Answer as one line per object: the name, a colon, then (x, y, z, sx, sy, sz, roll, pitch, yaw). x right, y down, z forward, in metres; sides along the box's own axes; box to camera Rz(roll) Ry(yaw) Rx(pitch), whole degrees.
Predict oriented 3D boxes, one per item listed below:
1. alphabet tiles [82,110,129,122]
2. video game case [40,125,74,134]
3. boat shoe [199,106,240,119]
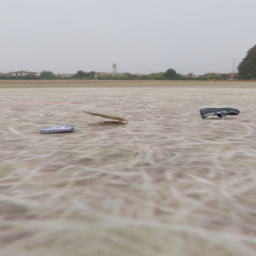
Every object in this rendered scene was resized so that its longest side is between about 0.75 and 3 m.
alphabet tiles: (-0.665, -0.363, 9.031, 1.218, 0.055, 1.457, 10, -3, 14)
video game case: (-1.937, 0.026, 7.753, 0.873, 0.083, 0.624, -6, 10, -8)
boat shoe: (3.348, -0.506, 10.211, 1.478, 0.464, 0.537, 3, -19, -1)
